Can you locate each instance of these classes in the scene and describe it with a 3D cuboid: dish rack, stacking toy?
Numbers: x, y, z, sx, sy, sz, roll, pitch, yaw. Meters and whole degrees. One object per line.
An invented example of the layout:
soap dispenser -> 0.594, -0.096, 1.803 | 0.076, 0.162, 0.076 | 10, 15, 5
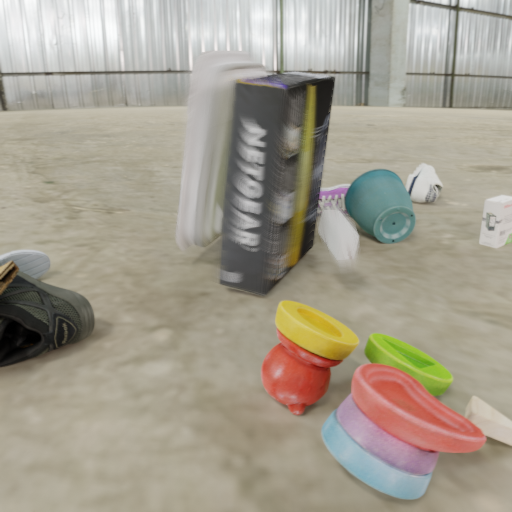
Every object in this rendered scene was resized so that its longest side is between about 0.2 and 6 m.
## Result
dish rack -> -0.514, -2.098, 11.289 | 0.818, 3.757, 3.224 | 15, 23, 12
stacking toy -> 1.378, 1.711, 6.284 | 2.371, 1.106, 2.619 | 19, 12, -30

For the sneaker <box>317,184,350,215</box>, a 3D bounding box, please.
sneaker -> 1.708, -1.299, 14.498 | 2.225, 0.806, 1.268 | 3, 24, 31

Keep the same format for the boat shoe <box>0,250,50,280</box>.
boat shoe -> -4.693, 0.254, 10.159 | 1.794, 0.646, 0.557 | -16, 23, -31

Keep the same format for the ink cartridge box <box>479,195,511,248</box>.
ink cartridge box -> 5.391, -0.774, 12.425 | 0.753, 1.035, 0.435 | -15, 25, -37

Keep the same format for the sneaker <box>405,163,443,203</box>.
sneaker -> 5.062, -2.086, 16.636 | 0.964, 0.915, 2.396 | 18, 31, 20

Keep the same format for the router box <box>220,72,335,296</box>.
router box -> 0.422, -1.436, 10.239 | 0.927, 3.550, 2.791 | 14, 24, 20

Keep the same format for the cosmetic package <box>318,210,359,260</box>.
cosmetic package -> 1.381, -0.366, 9.479 | 0.341, 0.468, 0.921 | -1, 31, -14

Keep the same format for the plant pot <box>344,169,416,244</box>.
plant pot -> 2.933, -1.027, 12.798 | 1.467, 1.467, 1.378 | -4, 35, -10

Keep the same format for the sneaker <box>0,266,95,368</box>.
sneaker -> -3.755, 0.825, 7.997 | 2.550, 0.975, 1.460 | 14, 17, 22

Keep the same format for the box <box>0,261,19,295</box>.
box -> -4.178, 0.915, 7.299 | 1.978, 0.210, 1.617 | -28, 23, 10
